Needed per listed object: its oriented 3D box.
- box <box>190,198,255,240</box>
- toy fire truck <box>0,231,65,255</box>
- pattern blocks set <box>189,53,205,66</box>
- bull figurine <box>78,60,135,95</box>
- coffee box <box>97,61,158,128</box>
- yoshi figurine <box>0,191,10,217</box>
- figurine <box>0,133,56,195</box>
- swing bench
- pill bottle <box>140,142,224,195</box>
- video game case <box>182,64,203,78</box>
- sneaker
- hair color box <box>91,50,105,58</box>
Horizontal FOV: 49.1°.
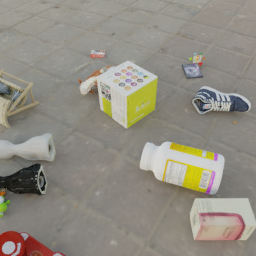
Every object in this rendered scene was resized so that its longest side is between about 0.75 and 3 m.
[{"bbox_3d":[2.736,2.694,8.241,1.597,1.021,0.870,0,46,0],"label":"box"},{"bbox_3d":[-2.833,3.903,7.013,1.977,1.320,2.354,32,52,4],"label":"toy fire truck"},{"bbox_3d":[3.605,-3.580,14.560,0.808,0.074,0.919,12,59,29],"label":"pattern blocks set"},{"bbox_3d":[-0.925,-2.369,12.930,2.852,0.929,1.732,-29,13,-33],"label":"bull figurine"},{"bbox_3d":[-0.009,-1.416,11.724,1.782,1.785,1.765,-35,55,-29],"label":"coffee box"},{"bbox_3d":[-4.057,2.375,8.945,0.509,0.507,0.906,-11,49,-20],"label":"yoshi figurine"},{"bbox_3d":[-3.917,1.235,9.794,2.287,1.009,2.344,-2,45,4],"label":"figurine"},{"bbox_3d":[-5.264,-1.276,11.987,1.912,1.247,1.922,23,50,21],"label":"swing bench"},{"bbox_3d":[1.777,1.250,9.422,2.590,1.350,1.350,14,47,13],"label":"pill bottle"},{"bbox_3d":[3.296,-2.934,14.404,0.815,0.108,1.140,-4,45,-4],"label":"video game case"},{"bbox_3d":[3.890,-1.003,11.978,2.355,0.825,1.277,24,45,31],"label":"sneaker"},{"bbox_3d":[-1.645,-4.079,15.429,0.757,0.242,0.420,1,45,0],"label":"hair color box"}]
